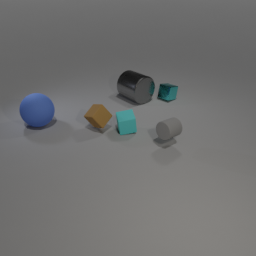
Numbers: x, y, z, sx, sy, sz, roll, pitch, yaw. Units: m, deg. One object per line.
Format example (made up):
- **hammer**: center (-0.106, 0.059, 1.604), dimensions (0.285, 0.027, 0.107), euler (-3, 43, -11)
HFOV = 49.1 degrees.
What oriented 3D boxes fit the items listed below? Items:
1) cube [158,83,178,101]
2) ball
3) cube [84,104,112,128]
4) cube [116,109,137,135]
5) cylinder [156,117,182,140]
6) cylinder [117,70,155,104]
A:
- **cube**: center (2.042, -1.863, 14.343), dimensions (0.700, 0.700, 0.700), euler (25, 26, 37)
- **ball**: center (-3.784, -0.747, 11.692), dimensions (1.400, 1.400, 1.400), euler (0, 29, 0)
- **cube**: center (-1.211, -0.483, 11.329), dimensions (0.700, 0.700, 0.700), euler (7, 56, 52)
- **cube**: center (-0.070, -0.239, 11.341), dimensions (0.700, 0.700, 0.700), euler (-11, 38, -5)
- **cylinder**: center (1.493, 0.026, 10.183), dimensions (0.700, 0.700, 0.700), euler (-19, 34, -39)
- **cylinder**: center (0.389, -2.075, 14.111), dimensions (1.400, 1.400, 1.400), euler (-22, 35, -34)
